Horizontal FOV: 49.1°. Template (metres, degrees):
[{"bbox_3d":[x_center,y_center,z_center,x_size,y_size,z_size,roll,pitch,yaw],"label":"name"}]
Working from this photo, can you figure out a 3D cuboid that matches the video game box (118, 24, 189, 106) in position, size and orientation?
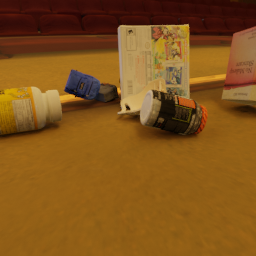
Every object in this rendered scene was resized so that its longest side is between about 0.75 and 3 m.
[{"bbox_3d":[0.982,-2.317,10.404,2.585,2.837,0.664,-4,11,-9],"label":"video game box"}]

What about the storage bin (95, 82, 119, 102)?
[{"bbox_3d":[-0.950,-1.414,11.173,0.954,0.694,0.641,17,38,39],"label":"storage bin"}]

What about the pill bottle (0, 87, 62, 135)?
[{"bbox_3d":[-3.138,-0.523,8.111,2.266,1.278,1.278,-9,24,-20],"label":"pill bottle"}]

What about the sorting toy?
[{"bbox_3d":[0.497,-0.803,9.414,1.661,0.986,1.845,-8,27,10],"label":"sorting toy"}]

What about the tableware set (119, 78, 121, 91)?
[{"bbox_3d":[0.668,-1.787,10.976,2.118,1.427,0.325,-6,9,-12],"label":"tableware set"}]

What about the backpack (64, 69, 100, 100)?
[{"bbox_3d":[-1.664,-1.517,10.347,1.192,0.969,1.000,21,11,-3],"label":"backpack"}]

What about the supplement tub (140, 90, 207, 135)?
[{"bbox_3d":[1.274,-0.403,7.864,1.696,1.039,1.039,13,20,-13],"label":"supplement tub"}]

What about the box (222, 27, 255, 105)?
[{"bbox_3d":[4.420,-2.058,9.670,1.339,2.458,1.572,8,4,-17],"label":"box"}]
